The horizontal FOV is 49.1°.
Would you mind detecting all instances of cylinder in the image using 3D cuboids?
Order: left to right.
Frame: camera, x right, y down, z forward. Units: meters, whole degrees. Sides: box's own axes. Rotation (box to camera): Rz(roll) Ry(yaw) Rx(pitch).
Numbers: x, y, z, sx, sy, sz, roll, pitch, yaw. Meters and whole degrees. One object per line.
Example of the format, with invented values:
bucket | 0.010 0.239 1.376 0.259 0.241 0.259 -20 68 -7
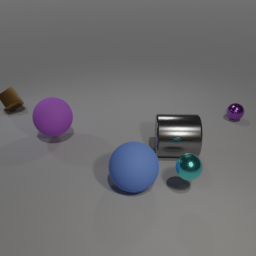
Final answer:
cylinder | 1.610 0.248 9.226 1.400 1.400 1.400 1 29 3

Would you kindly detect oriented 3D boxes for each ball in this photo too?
ball | -2.682 -0.399 10.018 1.400 1.400 1.400 0 29 0
ball | 0.163 1.072 7.772 1.400 1.400 1.400 0 29 0
ball | 1.581 1.014 7.273 0.700 0.700 0.700 0 29 0
ball | 4.447 -0.677 11.596 0.700 0.700 0.700 0 29 0

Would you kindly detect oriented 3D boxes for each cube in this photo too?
cube | -5.099 -1.240 12.219 0.700 0.700 0.700 -36 -7 -10
